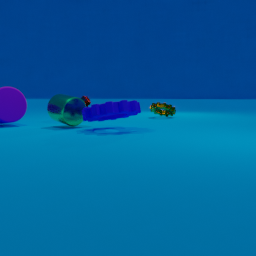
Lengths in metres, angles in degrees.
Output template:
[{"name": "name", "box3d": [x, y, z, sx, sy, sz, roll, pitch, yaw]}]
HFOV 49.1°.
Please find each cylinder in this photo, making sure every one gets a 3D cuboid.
[{"name": "cylinder", "box3d": [-1.929, -0.580, 8.865, 0.911, 0.911, 0.911, -6, 16, -44]}, {"name": "cylinder", "box3d": [-4.099, -0.719, 9.216, 1.140, 1.140, 1.140, -6, 2, -43]}]

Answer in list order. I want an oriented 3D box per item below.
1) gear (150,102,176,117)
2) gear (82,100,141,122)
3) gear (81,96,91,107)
[{"name": "gear", "box3d": [1.591, -0.841, 12.819, 1.174, 0.217, 1.174, 12, -16, 3]}, {"name": "gear", "box3d": [-0.472, -0.470, 8.032, 1.639, 0.303, 1.639, -8, -5, -1]}, {"name": "gear", "box3d": [-2.072, -0.812, 11.348, 1.228, 0.227, 1.228, -26, 31, 18]}]
